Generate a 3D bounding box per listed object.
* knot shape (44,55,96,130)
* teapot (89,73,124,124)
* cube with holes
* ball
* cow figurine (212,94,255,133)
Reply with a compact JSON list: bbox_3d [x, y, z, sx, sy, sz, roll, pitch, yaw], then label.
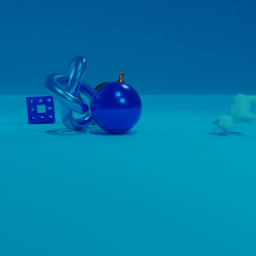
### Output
[{"bbox_3d":[-1.215,-0.710,6.666,0.823,1.668,1.782,-8,37,12],"label":"knot shape"},{"bbox_3d":[-0.585,-0.856,8.199,1.136,1.828,0.895,36,1,-27],"label":"teapot"},{"bbox_3d":[-2.684,-0.587,8.660,0.778,0.778,0.778,-5,7,-15],"label":"cube with holes"},{"bbox_3d":[-0.264,-0.460,6.354,1.173,1.173,1.173,0,7,0],"label":"ball"},{"bbox_3d":[2.305,-0.330,6.097,0.877,0.891,0.489,7,-9,16],"label":"cow figurine"}]
